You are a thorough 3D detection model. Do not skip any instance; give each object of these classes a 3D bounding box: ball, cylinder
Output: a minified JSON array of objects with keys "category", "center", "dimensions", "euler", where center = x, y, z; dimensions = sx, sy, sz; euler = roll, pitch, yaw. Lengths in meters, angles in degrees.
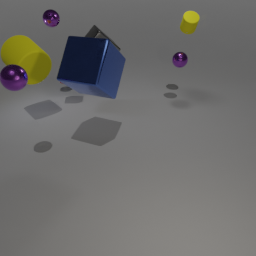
[{"category":"ball","center":[-3.199,-4.570,11.680],"dimensions":[0.700,0.700,0.700],"euler":[0,30,0]},{"category":"cylinder","center":[2.686,-4.592,12.218],"dimensions":[0.700,0.700,0.700],"euler":[1,67,-3]},{"category":"ball","center":[-3.012,-1.325,7.399],"dimensions":[0.700,0.700,0.700],"euler":[0,30,0]},{"category":"cylinder","center":[-3.875,-2.596,10.679],"dimensions":[1.400,1.400,1.400],"euler":[-25,54,-36]},{"category":"ball","center":[2.336,-3.064,12.580],"dimensions":[0.700,0.700,0.700],"euler":[0,30,0]}]

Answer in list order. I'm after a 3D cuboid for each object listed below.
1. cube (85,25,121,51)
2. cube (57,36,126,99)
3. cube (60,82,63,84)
[{"category":"cube","center":[-1.454,-3.949,13.799],"dimensions":[1.400,1.400,1.400],"euler":[34,15,-32]},{"category":"cube","center":[-1.083,-1.831,8.616],"dimensions":[1.400,1.400,1.400],"euler":[12,-6,22]},{"category":"cube","center":[-2.636,-2.405,12.721],"dimensions":[0.700,0.700,0.700],"euler":[16,41,-24]}]
